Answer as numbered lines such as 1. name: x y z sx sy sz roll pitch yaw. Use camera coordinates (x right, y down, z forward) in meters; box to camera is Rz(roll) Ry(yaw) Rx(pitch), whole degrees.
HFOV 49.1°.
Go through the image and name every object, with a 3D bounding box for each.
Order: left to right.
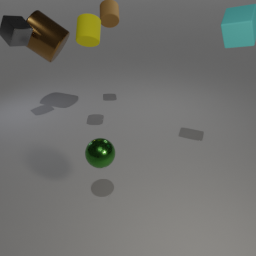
1. cube: -3.699 -3.193 9.232 0.700 0.700 0.700 48 37 14
2. cylinder: -3.177 -3.466 10.670 1.400 1.400 1.400 33 27 -13
3. cylinder: -1.162 -2.853 8.216 0.700 0.700 0.700 2 -10 0
4. ball: -0.640 0.580 6.473 0.700 0.700 0.700 0 30 0
5. cylinder: -0.676 -4.145 10.166 0.700 0.700 0.700 -2 67 -4
6. cube: 2.731 -2.471 6.833 0.700 0.700 0.700 4 55 32
